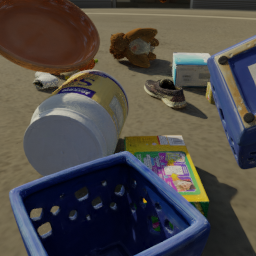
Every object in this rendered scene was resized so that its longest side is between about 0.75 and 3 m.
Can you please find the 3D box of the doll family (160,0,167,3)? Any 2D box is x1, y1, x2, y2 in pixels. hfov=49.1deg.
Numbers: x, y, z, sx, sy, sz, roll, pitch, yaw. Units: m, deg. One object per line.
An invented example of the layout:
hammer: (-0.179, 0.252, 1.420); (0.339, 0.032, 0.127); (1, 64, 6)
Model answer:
doll family: (1.011, -3.489, 6.729); (1.264, 0.785, 0.570); (-35, 38, -19)

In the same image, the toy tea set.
toy tea set: (-2.830, -2.908, 12.954); (2.968, 1.099, 1.765); (24, 65, 32)

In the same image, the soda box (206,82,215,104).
soda box: (3.753, -1.246, 9.848); (1.874, 0.600, 0.635); (0, 28, -1)

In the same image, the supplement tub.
supplement tub: (-1.041, -0.119, 6.354); (1.855, 1.855, 2.552); (4, 27, 7)

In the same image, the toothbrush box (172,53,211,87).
toothbrush box: (2.732, -2.507, 11.852); (1.622, 0.945, 2.215); (2, 28, 4)

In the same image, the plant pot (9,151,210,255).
plant pot: (-0.291, 1.540, 3.509); (1.768, 1.589, 1.768); (-15, 31, -28)

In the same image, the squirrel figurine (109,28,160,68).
squirrel figurine: (0.314, -4.294, 14.476); (2.603, 1.842, 2.430); (7, 22, 7)

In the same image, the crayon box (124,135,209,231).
crayon box: (0.616, 0.959, 5.594); (1.343, 0.659, 2.261); (-1, 28, -2)

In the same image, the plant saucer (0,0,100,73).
plant saucer: (-2.003, -2.236, 6.526); (2.699, 0.505, 2.699); (14, 52, -19)

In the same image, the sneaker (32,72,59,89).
sneaker: (-3.551, -1.962, 11.291); (1.423, 0.524, 0.822); (25, 33, 36)

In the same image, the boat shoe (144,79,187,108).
boat shoe: (1.312, -1.407, 9.997); (0.818, 0.737, 2.273); (-11, 30, -20)

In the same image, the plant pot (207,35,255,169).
plant pot: (1.987, -0.447, 3.825); (1.555, 1.398, 1.555); (-21, 66, 20)
